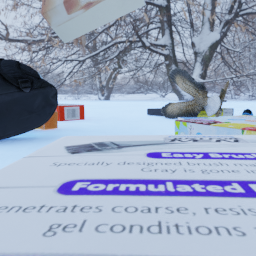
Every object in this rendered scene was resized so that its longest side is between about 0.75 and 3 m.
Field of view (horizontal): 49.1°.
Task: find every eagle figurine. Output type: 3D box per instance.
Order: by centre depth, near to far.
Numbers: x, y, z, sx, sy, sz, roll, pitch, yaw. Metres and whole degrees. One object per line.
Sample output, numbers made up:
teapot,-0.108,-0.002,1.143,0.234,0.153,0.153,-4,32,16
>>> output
eagle figurine,2.613,-1.167,11.281,2.415,1.833,1.823,16,-34,7

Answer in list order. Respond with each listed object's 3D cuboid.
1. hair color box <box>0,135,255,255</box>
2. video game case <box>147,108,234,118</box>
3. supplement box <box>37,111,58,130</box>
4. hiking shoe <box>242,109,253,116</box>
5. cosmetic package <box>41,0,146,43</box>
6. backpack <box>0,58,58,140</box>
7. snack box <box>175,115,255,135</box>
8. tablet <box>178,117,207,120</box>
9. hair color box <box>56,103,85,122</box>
hair color box,0.247,0.559,0.190,1.387,0.822,2.538,0,9,5
video game case,2.839,-0.740,12.963,2.665,0.376,2.949,-5,8,-37
supplement box,-2.811,-0.272,8.307,1.607,0.535,0.553,5,7,32
hiking shoe,4.159,-0.408,9.569,0.435,0.507,1.170,4,8,28
cosmetic package,-0.868,-3.244,6.910,2.334,1.206,1.018,-20,-37,16
backpack,-3.056,-0.791,6.777,2.201,2.075,2.698,-18,46,-25
snack box,1.840,0.190,3.965,1.579,0.634,1.873,-5,9,-27
tablet,2.571,-0.250,9.881,1.189,0.125,1.828,0,8,-7
hair color box,-2.716,-0.647,11.052,1.119,0.645,2.018,-7,8,-42
